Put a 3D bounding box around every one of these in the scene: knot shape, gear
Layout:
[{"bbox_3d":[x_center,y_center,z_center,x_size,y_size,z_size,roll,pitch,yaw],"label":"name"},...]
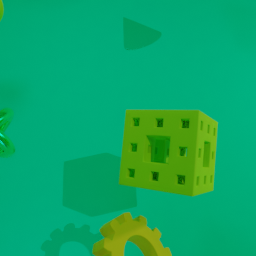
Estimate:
[{"bbox_3d":[-2.358,0.090,4.664,1.181,1.262,0.583,-40,60,17],"label":"knot shape"},{"bbox_3d":[0.134,2.040,4.211,0.271,1.465,1.465,-39,68,30],"label":"gear"}]

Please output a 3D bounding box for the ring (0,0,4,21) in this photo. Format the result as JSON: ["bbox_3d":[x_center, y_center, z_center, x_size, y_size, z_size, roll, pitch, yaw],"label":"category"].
[{"bbox_3d":[-3.528,-2.598,5.833,1.718,1.718,0.344,-8,72,-3],"label":"ring"}]

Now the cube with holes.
[{"bbox_3d":[0.723,0.396,4.714,1.210,1.210,1.210,2,84,30],"label":"cube with holes"}]
